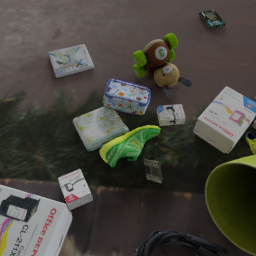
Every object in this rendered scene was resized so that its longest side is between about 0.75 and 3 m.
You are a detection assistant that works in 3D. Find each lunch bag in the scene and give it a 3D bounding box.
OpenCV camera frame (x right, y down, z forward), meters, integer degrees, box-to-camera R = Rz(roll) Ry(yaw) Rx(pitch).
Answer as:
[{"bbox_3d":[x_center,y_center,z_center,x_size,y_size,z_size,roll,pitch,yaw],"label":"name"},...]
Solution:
[{"bbox_3d":[-0.061,-1.294,11.021,1.852,0.700,1.484,16,42,1],"label":"lunch bag"}]

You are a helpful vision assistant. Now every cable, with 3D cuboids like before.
[{"bbox_3d":[1.439,4.071,7.749,2.800,0.711,2.285,16,63,8],"label":"cable"}]

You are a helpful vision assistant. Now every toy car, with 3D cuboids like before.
[{"bbox_3d":[1.538,-2.336,11.459,1.841,1.768,2.241,-31,72,-8],"label":"toy car"}]

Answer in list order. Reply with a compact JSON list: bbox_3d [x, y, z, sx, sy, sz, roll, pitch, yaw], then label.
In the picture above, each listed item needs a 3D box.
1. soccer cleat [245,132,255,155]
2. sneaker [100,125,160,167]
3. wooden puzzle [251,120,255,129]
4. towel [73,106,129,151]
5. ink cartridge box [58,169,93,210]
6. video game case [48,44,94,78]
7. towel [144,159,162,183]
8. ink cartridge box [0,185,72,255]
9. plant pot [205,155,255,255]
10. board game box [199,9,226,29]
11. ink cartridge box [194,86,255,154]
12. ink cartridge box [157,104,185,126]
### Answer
[{"bbox_3d":[4.600,0.607,10.103,0.346,0.448,1.071,-19,58,-12],"label":"soccer cleat"},{"bbox_3d":[0.151,0.635,9.987,2.389,0.885,0.998,-26,87,-21],"label":"sneaker"},{"bbox_3d":[5.323,-0.088,10.738,0.886,0.165,0.819,38,64,22],"label":"wooden puzzle"},{"bbox_3d":[-1.024,-0.048,10.566,1.725,0.415,1.477,-23,56,-16],"label":"towel"},{"bbox_3d":[-1.713,1.965,9.050,0.798,0.458,1.099,-22,46,-15],"label":"ink cartridge box"},{"bbox_3d":[-2.594,-3.082,12.716,1.739,0.191,1.585,-17,58,-11],"label":"video game case"},{"bbox_3d":[0.837,1.404,9.207,0.134,0.778,0.749,-15,100,-32],"label":"towel"},{"bbox_3d":[-3.328,2.923,8.125,2.795,1.157,2.037,13,57,9],"label":"ink cartridge box"},{"bbox_3d":[4.240,1.824,8.250,2.862,2.678,2.678,-18,56,-35],"label":"plant pot"},{"bbox_3d":[4.322,-5.600,14.409,0.849,0.177,1.255,-16,58,-11],"label":"board game box"},{"bbox_3d":[3.685,-0.323,10.450,1.529,0.895,2.115,35,64,21],"label":"ink cartridge box"},{"bbox_3d":[1.662,-0.504,10.866,0.969,0.405,0.703,-5,56,-3],"label":"ink cartridge box"}]
